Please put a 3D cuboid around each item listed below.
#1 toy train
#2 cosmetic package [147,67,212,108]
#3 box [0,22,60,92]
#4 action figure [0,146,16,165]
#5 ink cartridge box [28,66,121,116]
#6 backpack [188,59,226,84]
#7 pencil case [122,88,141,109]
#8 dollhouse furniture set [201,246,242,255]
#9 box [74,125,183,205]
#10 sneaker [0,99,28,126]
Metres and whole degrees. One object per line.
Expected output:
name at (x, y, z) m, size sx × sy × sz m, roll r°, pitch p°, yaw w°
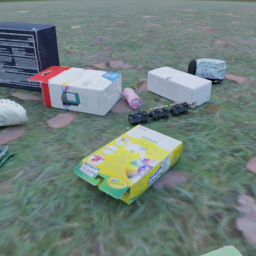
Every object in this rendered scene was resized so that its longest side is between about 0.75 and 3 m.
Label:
toy train at (1.083, -0.530, 9.435) m, size 2.366 × 0.404 × 0.542 m, roll -13°, pitch 21°, yaw -20°
cosmetic package at (1.933, -1.633, 10.862) m, size 1.170 × 0.852 × 2.302 m, roll -24°, pitch 37°, yaw -35°
box at (-4.256, -3.009, 11.619) m, size 2.465 × 2.445 × 1.519 m, roll 10°, pitch 32°, yaw 15°
action figure at (-3.437, 0.854, 7.130) m, size 0.656 × 0.304 × 1.110 m, roll 6°, pitch 34°, yaw 4°
ink cartridge box at (-1.920, -1.461, 10.373) m, size 2.982 × 1.003 × 1.732 m, roll 10°, pitch 32°, yaw 17°
backpack at (3.468, -2.524, 12.253) m, size 1.568 × 0.992 × 1.308 m, roll 5°, pitch 28°, yaw 5°
pencil case at (0.122, -1.104, 10.301) m, size 0.480 × 0.480 × 1.097 m, roll -9°, pitch 32°, yaw -15°
dollhouse furniture set at (2.290, 2.030, 4.445) m, size 2.359 × 0.911 × 1.179 m, roll -11°, pitch 31°, yaw -19°
box at (0.072, 0.844, 6.825) m, size 1.489 × 0.614 × 2.538 m, roll 23°, pitch 34°, yaw 33°
sneaker at (-4.324, -0.317, 8.691) m, size 2.485 × 0.934 × 1.007 m, roll 3°, pitch 41°, yaw 12°
